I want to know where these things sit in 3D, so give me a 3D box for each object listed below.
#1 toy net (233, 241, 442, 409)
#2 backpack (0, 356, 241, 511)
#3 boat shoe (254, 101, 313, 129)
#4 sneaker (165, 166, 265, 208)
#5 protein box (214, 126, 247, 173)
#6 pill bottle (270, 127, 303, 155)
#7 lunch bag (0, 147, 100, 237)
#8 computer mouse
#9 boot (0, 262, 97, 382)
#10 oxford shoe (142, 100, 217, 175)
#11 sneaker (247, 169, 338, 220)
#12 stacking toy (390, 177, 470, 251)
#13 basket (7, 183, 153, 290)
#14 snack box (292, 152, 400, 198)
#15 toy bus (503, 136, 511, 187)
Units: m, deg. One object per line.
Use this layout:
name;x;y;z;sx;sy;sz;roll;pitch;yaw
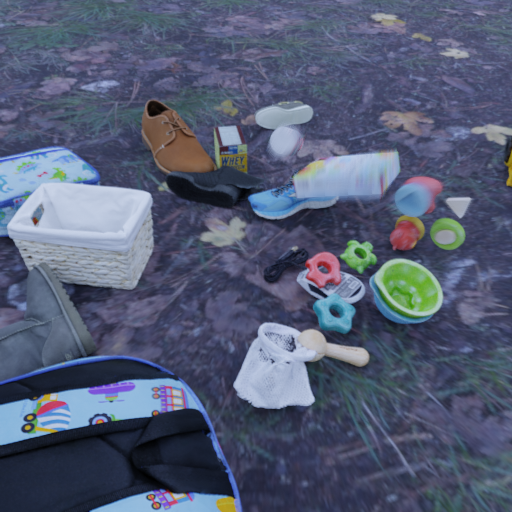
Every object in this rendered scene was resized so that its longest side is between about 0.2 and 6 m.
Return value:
toy net;1.225;0.955;9.562;4.193;0.810;2.199;-26;67;-33
backpack;-2.315;3.130;5.760;4.233;2.848;3.865;-16;42;-17
boat shoe;0.739;-4.140;16.342;1.847;0.660;0.552;-12;41;-24
sneaker;-0.975;-1.754;13.464;2.179;0.654;1.137;18;44;13
protein box;-0.643;-2.570;14.111;0.697;1.026;1.033;-6;40;-7
pill bottle;0.699;-2.457;12.079;0.561;0.561;0.939;14;12;16
lunch bag;-5.087;-1.543;12.660;2.680;1.105;2.155;-21;43;-35
computer mouse;1.186;0.506;10.876;1.987;0.436;1.090;29;50;34
boot;-4.438;1.434;9.470;2.801;1.016;2.547;-28;45;-20
oxford shoe;-2.141;-3.010;14.521;1.245;1.244;3.491;-22;46;-26
sneaker;0.825;-1.556;12.882;2.216;0.997;0.868;-16;41;-13
stacking toy;3.422;-0.681;11.288;1.460;1.612;0.681;23;45;30
basket;-3.320;-0.372;11.111;2.376;1.466;1.611;5;40;8
snack box;1.883;-1.690;11.669;1.871;0.496;1.330;2;29;31
toy bus;6.694;-2.410;13.331;1.305;1.923;1.846;15;51;15
